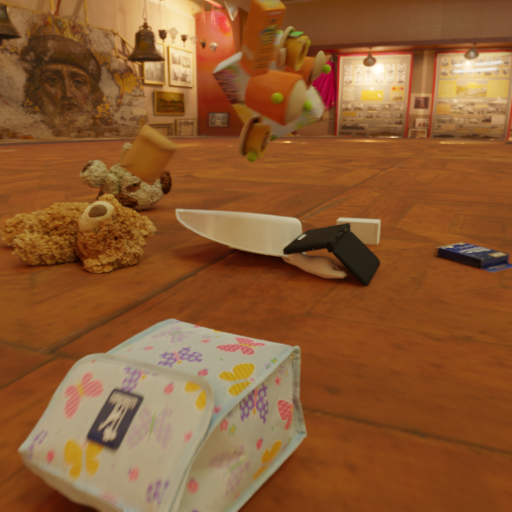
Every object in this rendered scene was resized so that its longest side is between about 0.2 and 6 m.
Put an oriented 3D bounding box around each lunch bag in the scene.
[{"bbox_3d":[-0.694,1.336,4.578,1.575,1.181,1.857,8,23,36],"label":"lunch bag"}]

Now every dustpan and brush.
[{"bbox_3d":[0.355,-0.257,11.021,2.577,1.057,3.692,3,3,-42],"label":"dustpan and brush"}]

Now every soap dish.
[{"bbox_3d":[-1.789,-1.637,9.240,0.643,0.817,0.332,34,15,-9],"label":"soap dish"}]

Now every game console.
[{"bbox_3d":[1.432,0.007,10.415,1.405,0.930,1.597,-9,11,23],"label":"game console"}]

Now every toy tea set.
[{"bbox_3d":[0.727,-2.993,10.175,1.113,1.788,3.008,22,57,10],"label":"toy tea set"}]

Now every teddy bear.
[{"bbox_3d":[-3.785,-0.638,11.585,2.654,1.222,3.660,-12,19,-31],"label":"teddy bear"}]

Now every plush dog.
[{"bbox_3d":[-3.636,-2.024,16.480,2.385,1.913,2.048,-33,48,-27],"label":"plush dog"}]

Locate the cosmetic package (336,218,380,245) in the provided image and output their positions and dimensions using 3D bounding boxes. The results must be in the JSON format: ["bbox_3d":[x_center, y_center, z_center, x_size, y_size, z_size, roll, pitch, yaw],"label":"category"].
[{"bbox_3d":[2.290,-0.554,12.549,0.931,0.525,0.378,3,16,19],"label":"cosmetic package"}]

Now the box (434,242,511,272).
[{"bbox_3d":[4.351,0.007,11.097,0.832,0.223,1.373,-9,19,-30],"label":"box"}]

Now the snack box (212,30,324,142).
[{"bbox_3d":[0.324,-4.083,13.870,1.880,2.229,0.754,-16,34,32],"label":"snack box"}]

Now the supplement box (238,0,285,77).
[{"bbox_3d":[0.064,-3.084,7.895,0.359,1.078,0.371,-20,59,-26],"label":"supplement box"}]
